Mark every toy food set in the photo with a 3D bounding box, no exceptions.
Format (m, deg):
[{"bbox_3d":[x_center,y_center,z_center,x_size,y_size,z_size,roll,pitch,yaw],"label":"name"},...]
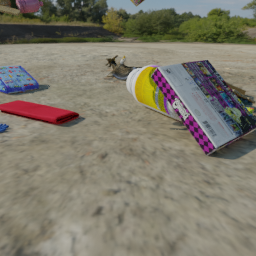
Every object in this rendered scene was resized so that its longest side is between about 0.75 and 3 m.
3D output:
[{"bbox_3d":[-3.078,-3.832,8.016,1.556,0.386,2.448,14,52,3],"label":"toy food set"}]

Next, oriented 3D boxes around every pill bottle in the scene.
[{"bbox_3d":[1.166,-1.350,9.776,1.550,1.550,2.973,-13,24,-30],"label":"pill bottle"}]

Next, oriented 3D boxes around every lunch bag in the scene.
[{"bbox_3d":[-5.302,-2.175,13.117,1.565,0.978,2.079,-16,35,-43],"label":"lunch bag"}]

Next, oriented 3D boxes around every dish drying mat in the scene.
[{"bbox_3d":[-3.161,-0.570,9.577,2.978,0.271,1.144,11,22,29],"label":"dish drying mat"}]

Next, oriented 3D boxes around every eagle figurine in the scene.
[{"bbox_3d":[-0.257,-3.380,16.012,2.112,1.594,1.603,36,75,11],"label":"eagle figurine"}]

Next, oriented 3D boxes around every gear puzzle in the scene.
[{"bbox_3d":[3.040,-1.408,10.078,2.993,0.392,1.550,22,5,-19],"label":"gear puzzle"}]

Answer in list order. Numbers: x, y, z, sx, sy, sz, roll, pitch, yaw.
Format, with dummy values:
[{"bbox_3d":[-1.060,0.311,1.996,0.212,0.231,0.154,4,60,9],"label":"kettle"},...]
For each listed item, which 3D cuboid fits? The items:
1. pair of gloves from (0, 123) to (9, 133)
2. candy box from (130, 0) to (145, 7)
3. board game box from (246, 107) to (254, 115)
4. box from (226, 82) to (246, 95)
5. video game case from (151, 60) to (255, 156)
[{"bbox_3d":[-4.130,0.008,8.214,1.116,0.127,0.897,12,23,27],"label":"pair of gloves"},{"bbox_3d":[0.446,-5.304,11.489,0.759,0.388,0.100,-10,46,56],"label":"candy box"},{"bbox_3d":[3.495,-0.381,8.961,0.680,0.319,1.340,14,25,34],"label":"board game box"},{"bbox_3d":[3.277,-2.003,11.928,2.790,0.297,2.281,11,10,-37],"label":"box"},{"bbox_3d":[2.133,-0.709,7.548,2.293,0.453,2.530,-19,68,-39],"label":"video game case"}]
